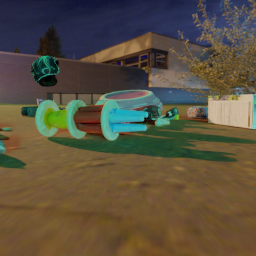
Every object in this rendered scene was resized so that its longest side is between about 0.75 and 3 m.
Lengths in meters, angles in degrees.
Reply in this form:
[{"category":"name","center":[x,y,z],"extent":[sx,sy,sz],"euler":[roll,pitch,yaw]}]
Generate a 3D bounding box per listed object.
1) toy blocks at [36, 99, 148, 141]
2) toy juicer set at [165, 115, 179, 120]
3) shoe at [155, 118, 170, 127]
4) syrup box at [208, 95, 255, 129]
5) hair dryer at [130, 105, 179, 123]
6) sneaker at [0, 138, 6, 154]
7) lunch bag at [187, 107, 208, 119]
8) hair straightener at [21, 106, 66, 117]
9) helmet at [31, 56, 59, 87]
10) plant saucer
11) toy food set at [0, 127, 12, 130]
[{"category":"toy blocks","center":[-0.456,-0.193,5.403],"extent":[1.983,0.720,1.653],"euler":[2,6,22]},{"category":"toy juicer set","center":[1.455,-0.434,10.400],"extent":[0.611,0.261,0.960],"euler":[4,7,33]},{"category":"shoe","center":[0.985,-0.187,7.891],"extent":[0.308,0.235,0.882],"euler":[2,6,23]},{"category":"syrup box","center":[3.100,-0.482,7.686],"extent":[0.842,0.871,2.139],"euler":[-2,5,-13]},{"category":"hair dryer","center":[0.382,-0.460,8.241],"extent":[1.494,0.533,1.962],"euler":[0,-7,-27]},{"category":"sneaker","center":[-1.854,0.142,3.627],"extent":[0.347,0.380,0.927],"euler":[-5,7,-41]},{"category":"lunch bag","center":[3.020,-0.612,11.246],"extent":[1.008,0.475,1.258],"euler":[1,4,-16]},{"category":"hair straightener","center":[-3.747,-0.765,13.416],"extent":[0.979,0.521,2.545],"euler":[4,3,35]},{"category":"helmet","center":[-2.850,-2.023,9.739],"extent":[1.006,0.959,1.006],"euler":[-19,-20,-7]},{"category":"plant saucer","center":[-0.030,-0.972,10.894],"extent":[2.717,0.689,2.717],"euler":[-5,16,2]},{"category":"toy food set","center":[-3.622,-0.053,5.657],"extent":[1.549,0.384,2.438],"euler":[2,6,16]}]
